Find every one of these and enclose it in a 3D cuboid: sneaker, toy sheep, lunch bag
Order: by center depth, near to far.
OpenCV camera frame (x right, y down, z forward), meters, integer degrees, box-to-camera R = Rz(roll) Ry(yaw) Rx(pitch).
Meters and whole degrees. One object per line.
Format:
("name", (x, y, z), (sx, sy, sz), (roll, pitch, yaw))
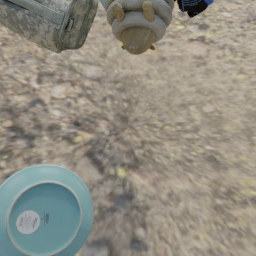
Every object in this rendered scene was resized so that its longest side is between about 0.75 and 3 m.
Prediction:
("lunch bag", (-1.717, -2.324, 5.238), (1.947, 1.356, 1.633), (26, 17, -1))
("sneaker", (1.103, -2.653, 5.442), (1.540, 0.600, 0.540), (15, 47, -48))
("toy sheep", (0.246, -2.834, 6.290), (1.736, 1.736, 2.518), (6, 80, 4))

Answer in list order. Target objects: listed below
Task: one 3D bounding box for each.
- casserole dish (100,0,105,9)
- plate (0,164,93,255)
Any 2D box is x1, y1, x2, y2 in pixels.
("casserole dish", (-0.045, -4.254, 7.581), (1.376, 2.271, 0.441), (21, 21, -32))
("plate", (-1.149, 1.246, 3.889), (1.480, 0.189, 1.480), (4, 82, -28))
